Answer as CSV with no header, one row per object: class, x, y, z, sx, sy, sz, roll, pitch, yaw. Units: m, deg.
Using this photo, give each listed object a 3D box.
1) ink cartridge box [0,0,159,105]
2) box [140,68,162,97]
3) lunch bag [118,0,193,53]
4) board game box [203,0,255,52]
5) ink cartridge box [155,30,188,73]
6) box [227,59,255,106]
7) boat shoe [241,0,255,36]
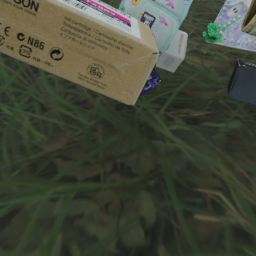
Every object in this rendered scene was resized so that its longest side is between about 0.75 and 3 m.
ink cartridge box,-0.980,-1.787,5.066,2.852,1.071,2.350,21,28,-12
box,0.316,-1.474,7.406,0.733,1.039,0.410,-39,31,-1
lunch bag,0.705,-3.164,7.333,1.672,1.963,1.197,28,1,-6
board game box,3.397,-3.267,7.170,0.331,2.560,2.560,22,10,-36
ink cartridge box,0.883,-2.628,8.727,1.729,0.721,1.256,19,58,-9
box,2.665,-0.695,5.010,1.595,0.629,1.126,19,21,13
boat shoe,2.956,-2.872,5.758,0.605,1.929,0.707,9,18,-16
